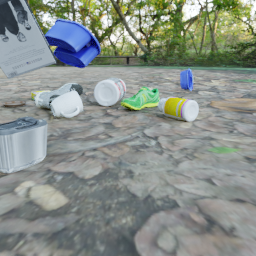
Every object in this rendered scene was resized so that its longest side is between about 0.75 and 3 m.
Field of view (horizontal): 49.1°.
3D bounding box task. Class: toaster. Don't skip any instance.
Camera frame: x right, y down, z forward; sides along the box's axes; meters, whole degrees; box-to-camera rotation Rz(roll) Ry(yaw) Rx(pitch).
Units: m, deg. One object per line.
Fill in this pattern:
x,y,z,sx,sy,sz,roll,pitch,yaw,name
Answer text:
-2.712,0.389,6.802,0.945,1.074,1.663,8,17,30,toaster

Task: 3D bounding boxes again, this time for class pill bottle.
2.001,-0.814,11.508,0.866,0.866,1.662,-12,19,-36,pill bottle
-0.858,-1.970,14.814,1.309,1.309,2.299,3,16,11,pill bottle

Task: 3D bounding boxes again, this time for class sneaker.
0.579,-1.463,13.511,0.921,1.039,2.487,16,23,42,sneaker
-3.003,-1.417,13.761,1.596,1.037,2.764,20,35,39,sneaker

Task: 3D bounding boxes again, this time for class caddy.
2.227,-1.778,10.397,0.424,0.807,0.571,-3,0,31,caddy
-2.017,-3.185,10.375,2.201,1.556,1.155,24,68,33,caddy

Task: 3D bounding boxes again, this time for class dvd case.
-3.462,-2.729,8.477,1.742,2.318,0.287,-17,42,5,dvd case

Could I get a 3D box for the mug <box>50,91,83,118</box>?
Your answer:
-2.519,-0.849,11.635,1.144,0.963,1.305,-24,44,-23,mug

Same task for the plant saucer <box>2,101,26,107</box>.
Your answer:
-5.760,-1.211,14.221,1.145,0.184,1.145,-1,15,0,plant saucer

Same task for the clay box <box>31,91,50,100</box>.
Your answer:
-4.693,-1.781,15.749,1.075,0.445,1.871,-11,19,-35,clay box
